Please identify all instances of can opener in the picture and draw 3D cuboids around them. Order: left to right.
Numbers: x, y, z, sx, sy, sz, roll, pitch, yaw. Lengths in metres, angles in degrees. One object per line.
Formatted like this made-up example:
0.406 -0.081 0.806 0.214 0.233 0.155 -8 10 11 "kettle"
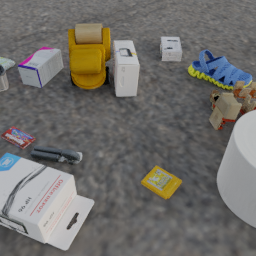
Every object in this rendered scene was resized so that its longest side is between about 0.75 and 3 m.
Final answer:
-2.178 0.767 8.563 1.646 0.547 0.433 5 43 13 "can opener"

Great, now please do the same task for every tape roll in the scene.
3.869 1.042 7.201 2.746 1.885 2.746 0 42 0 "tape roll"

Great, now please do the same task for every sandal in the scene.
3.810 -2.439 11.608 2.660 1.158 1.057 23 45 21 "sandal"

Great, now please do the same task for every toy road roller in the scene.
-1.528 -2.847 10.868 1.635 2.661 1.943 -2 2 0 "toy road roller"

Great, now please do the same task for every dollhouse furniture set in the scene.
4.124 -0.551 9.803 2.244 1.169 2.269 1 41 -16 "dollhouse furniture set"

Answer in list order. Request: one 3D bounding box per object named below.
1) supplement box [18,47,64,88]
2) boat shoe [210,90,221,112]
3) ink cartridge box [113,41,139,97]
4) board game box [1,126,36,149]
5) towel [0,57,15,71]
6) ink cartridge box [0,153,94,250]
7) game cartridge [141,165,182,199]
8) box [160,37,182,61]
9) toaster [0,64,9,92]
-3.661 -2.628 11.951 0.927 0.946 1.831 15 45 17 "supplement box"
3.394 -1.085 10.587 0.485 0.473 1.281 3 42 4 "boat shoe"
-0.132 -2.411 11.287 0.867 1.495 2.025 -3 43 -8 "ink cartridge box"
-3.669 0.312 9.340 1.068 0.104 0.550 23 48 23 "board game box"
-6.054 -2.827 12.613 1.441 0.347 1.233 17 46 18 "towel"
-2.394 1.780 7.118 2.694 0.914 1.563 15 44 16 "ink cartridge box"
0.955 1.533 7.964 0.893 0.145 0.788 27 49 28 "game cartridge"
2.074 -3.873 13.649 0.960 0.495 1.647 1 43 1 "box"
-5.277 -2.013 11.386 0.688 0.782 1.211 -21 46 -20 "toaster"
